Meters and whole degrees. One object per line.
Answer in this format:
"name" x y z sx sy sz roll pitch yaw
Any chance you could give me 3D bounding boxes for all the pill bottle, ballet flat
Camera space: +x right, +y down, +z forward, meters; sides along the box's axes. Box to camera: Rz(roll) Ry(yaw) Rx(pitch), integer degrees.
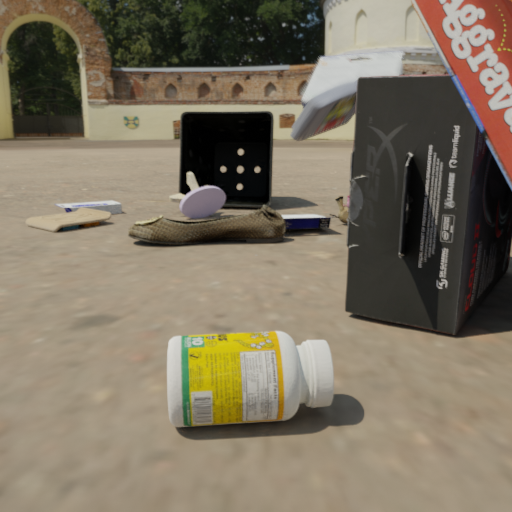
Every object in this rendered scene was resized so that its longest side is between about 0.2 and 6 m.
"pill bottle" -0.045 0.834 3.861 1.090 0.615 0.615 -2 13 -5
"ballet flat" -0.836 -0.548 9.662 2.712 0.629 0.914 -1 13 -3

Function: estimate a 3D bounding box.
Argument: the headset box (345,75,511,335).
"headset box" 2.120 -0.719 6.399 1.240 2.457 3.306 9 15 32

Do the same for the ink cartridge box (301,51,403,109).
"ink cartridge box" 1.506 -2.650 8.571 1.346 0.297 1.371 4 45 21

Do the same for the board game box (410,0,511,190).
"board game box" 3.541 -0.872 5.614 0.554 2.932 5.696 -33 -15 37

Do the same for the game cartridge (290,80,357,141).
"game cartridge" 1.051 -1.993 7.559 1.188 0.791 0.243 -28 72 -35

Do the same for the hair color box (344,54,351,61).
"hair color box" 1.448 -3.208 9.732 0.277 0.481 0.867 42 16 -4

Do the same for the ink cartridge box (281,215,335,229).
"ink cartridge box" 0.766 -0.639 10.677 1.182 0.240 1.184 -3 7 -13

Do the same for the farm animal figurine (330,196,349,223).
"farm animal figurine" 2.532 -0.968 11.034 1.599 0.843 1.617 -22 10 -36

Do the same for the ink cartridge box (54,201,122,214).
"ink cartridge box" -3.789 -1.057 12.636 1.351 0.265 0.672 -7 15 -31

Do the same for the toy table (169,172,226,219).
"toy table" -1.298 -1.263 12.268 1.089 1.001 0.638 -8 33 -37

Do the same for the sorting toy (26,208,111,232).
"sorting toy" -3.770 -0.702 11.290 1.197 0.236 1.293 11 22 39

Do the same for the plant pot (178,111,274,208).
"plant pot" -0.591 -2.333 14.227 2.255 2.260 2.005 2 2 8
